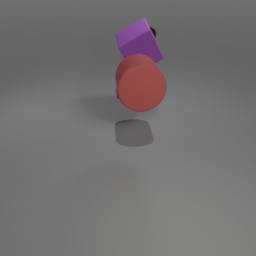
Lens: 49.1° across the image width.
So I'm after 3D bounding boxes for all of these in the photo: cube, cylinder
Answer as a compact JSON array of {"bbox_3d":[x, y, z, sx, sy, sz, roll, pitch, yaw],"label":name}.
[{"bbox_3d":[0.474,-3.421,11.692,1.400,1.400,1.400,-26,39,14],"label":"cube"},{"bbox_3d":[0.346,-1.391,8.460,1.400,1.400,1.400,-2,27,-4],"label":"cylinder"}]

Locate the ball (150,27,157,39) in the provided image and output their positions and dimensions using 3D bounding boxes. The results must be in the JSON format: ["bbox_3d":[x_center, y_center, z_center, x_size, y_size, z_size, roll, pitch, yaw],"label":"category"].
[{"bbox_3d":[1.023,-4.484,13.475,0.700,0.700,0.700,0,30,0],"label":"ball"}]
